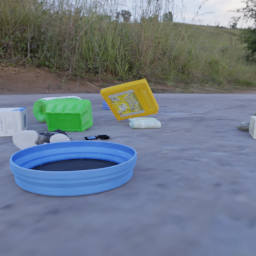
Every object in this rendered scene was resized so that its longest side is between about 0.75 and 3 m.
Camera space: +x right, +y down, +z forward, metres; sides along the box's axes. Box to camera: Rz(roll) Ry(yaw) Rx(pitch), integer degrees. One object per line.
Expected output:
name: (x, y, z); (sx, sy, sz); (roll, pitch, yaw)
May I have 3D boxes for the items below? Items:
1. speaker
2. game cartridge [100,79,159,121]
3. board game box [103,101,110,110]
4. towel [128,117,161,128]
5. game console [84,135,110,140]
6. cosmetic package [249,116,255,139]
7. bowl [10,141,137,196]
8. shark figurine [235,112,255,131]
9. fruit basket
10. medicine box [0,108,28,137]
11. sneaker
speaker: (-3.325, -0.963, 13.895); (1.194, 1.194, 2.700); (5, 11, 30)
game cartridge: (0.118, -1.188, 12.586); (2.160, 1.904, 0.350); (-9, 45, 26)
board game box: (0.140, -1.698, 20.071); (2.971, 0.648, 2.985); (4, 10, 17)
towel: (0.675, -0.230, 11.937); (1.223, 0.344, 1.429); (-2, 9, -5)
game console: (-1.031, 0.321, 9.275); (0.808, 0.097, 0.477); (-5, 10, -24)
cosmetic package: (4.596, -0.027, 9.723); (0.553, 0.655, 1.268); (4, 11, 16)
bowl: (-1.035, 0.719, 5.592); (2.438, 0.479, 2.438); (0, 9, 0)
shark figurine: (5.147, -0.249, 10.311); (1.180, 1.975, 0.824); (26, 40, -23)
fruit basket: (-2.302, -0.540, 11.336); (1.932, 1.393, 1.932); (-2, 27, 1)
medicine box: (-4.673, -0.235, 10.229); (1.728, 0.889, 1.574); (-2, 9, -13)
sneaker: (-2.322, 0.334, 7.799); (1.542, 0.582, 0.878); (5, 8, -2)
